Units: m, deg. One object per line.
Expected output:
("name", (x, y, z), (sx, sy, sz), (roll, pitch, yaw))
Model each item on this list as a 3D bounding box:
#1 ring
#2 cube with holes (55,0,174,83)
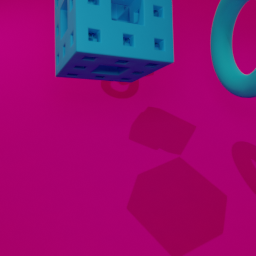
("ring", (2.014, -1.517, 4.745), (0.404, 2.020, 2.020), (-6, 52, -12))
("cube with holes", (-0.275, -1.498, 4.102), (1.331, 1.331, 1.331), (0, 87, -25))
